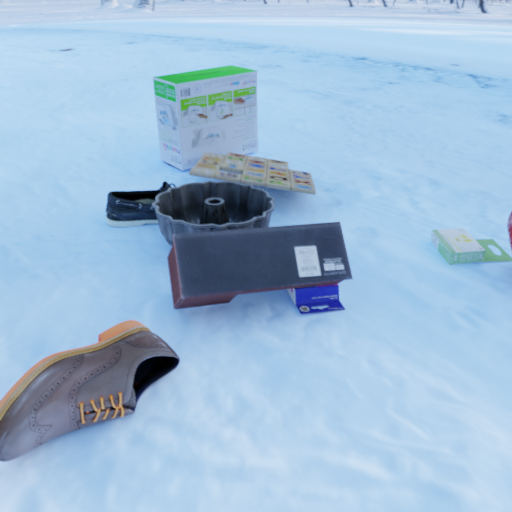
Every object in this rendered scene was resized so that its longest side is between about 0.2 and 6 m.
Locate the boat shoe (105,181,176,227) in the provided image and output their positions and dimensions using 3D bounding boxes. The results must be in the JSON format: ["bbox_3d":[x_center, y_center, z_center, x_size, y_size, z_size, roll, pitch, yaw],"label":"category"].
[{"bbox_3d":[-2.248,-1.332,13.320,2.665,0.884,0.996,-5,30,-9],"label":"boat shoe"}]

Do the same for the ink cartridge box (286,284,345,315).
[{"bbox_3d":[0.981,0.461,10.768,0.883,0.346,1.864,-5,32,-14],"label":"ink cartridge box"}]

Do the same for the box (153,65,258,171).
[{"bbox_3d":[-1.394,-4.109,16.536,2.830,2.497,1.368,-23,36,-33],"label":"box"}]

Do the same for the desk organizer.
[{"bbox_3d":[0.013,0.190,10.102,3.083,1.187,1.106,-5,75,-18],"label":"desk organizer"}]

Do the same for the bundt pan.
[{"bbox_3d":[-0.908,-0.747,12.147,2.622,0.984,2.622,1,28,-1],"label":"bundt pan"}]

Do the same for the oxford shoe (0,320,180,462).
[{"bbox_3d":[-2.276,1.857,7.675,1.071,1.047,2.938,24,37,27],"label":"oxford shoe"}]

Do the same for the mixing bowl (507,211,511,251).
[{"bbox_3d":[5.643,-0.097,10.357,2.098,2.098,1.136,16,51,26],"label":"mixing bowl"}]

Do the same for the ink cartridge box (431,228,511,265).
[{"bbox_3d":[4.623,-0.222,11.968,1.456,0.349,1.060,-4,30,-4],"label":"ink cartridge box"}]

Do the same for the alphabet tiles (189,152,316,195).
[{"bbox_3d":[-0.012,-2.291,14.828,3.031,0.137,3.626,9,19,-1],"label":"alphabet tiles"}]
